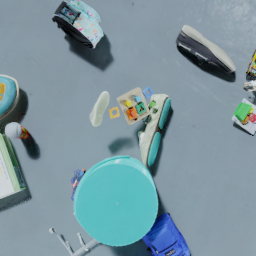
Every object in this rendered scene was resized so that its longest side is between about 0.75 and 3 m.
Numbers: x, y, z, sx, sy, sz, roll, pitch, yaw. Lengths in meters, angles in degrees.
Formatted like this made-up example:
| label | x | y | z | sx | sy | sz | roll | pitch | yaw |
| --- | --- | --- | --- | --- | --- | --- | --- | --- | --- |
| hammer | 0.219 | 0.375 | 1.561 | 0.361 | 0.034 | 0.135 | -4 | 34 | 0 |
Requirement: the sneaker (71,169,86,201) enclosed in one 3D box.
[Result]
| label | x | y | z | sx | sy | sz | roll | pitch | yaw |
| --- | --- | --- | --- | --- | --- | --- | --- | --- | --- |
| sneaker | -1.861 | 2.027 | 10.120 | 0.458 | 0.440 | 1.167 | 11 | 75 | 11 |

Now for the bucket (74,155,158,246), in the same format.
| label | x | y | z | sx | sy | sz | roll | pitch | yaw |
| --- | --- | --- | --- | --- | --- | --- | --- | --- | --- |
| bucket | -0.330 | 2.336 | 9.256 | 2.896 | 1.884 | 2.896 | 0 | 85 | 1 |

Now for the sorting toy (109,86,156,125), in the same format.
| label | x | y | z | sx | sy | sz | roll | pitch | yaw |
| --- | --- | --- | --- | --- | --- | --- | --- | --- | --- |
| sorting toy | 0.220 | -0.729 | 9.363 | 1.800 | 0.245 | 1.014 | -30 | 105 | -20 |

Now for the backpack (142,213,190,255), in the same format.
| label | x | y | z | sx | sy | sz | roll | pitch | yaw |
| --- | --- | --- | --- | --- | --- | --- | --- | --- | --- |
| backpack | 1.269 | 3.943 | 9.422 | 1.282 | 1.324 | 1.577 | -31 | 88 | 4 |

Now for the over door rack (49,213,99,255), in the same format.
| label | x | y | z | sx | sy | sz | roll | pitch | yaw |
| --- | --- | --- | --- | --- | --- | --- | --- | --- | --- |
| over door rack | -1.836 | 3.681 | 9.780 | 1.102 | 0.497 | 1.491 | -35 | 105 | -3 |

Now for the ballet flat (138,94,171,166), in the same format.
| label | x | y | z | sx | sy | sz | roll | pitch | yaw |
| --- | --- | --- | --- | --- | --- | --- | --- | --- | --- |
| ballet flat | 0.835 | 0.042 | 10.205 | 0.851 | 0.920 | 2.729 | 14 | 77 | 25 |

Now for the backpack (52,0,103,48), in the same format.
| label | x | y | z | sx | sy | sz | roll | pitch | yaw |
| --- | --- | --- | --- | --- | --- | --- | --- | --- | --- |
| backpack | -1.676 | -3.759 | 10.227 | 1.675 | 1.487 | 1.261 | 40 | 88 | 4 |

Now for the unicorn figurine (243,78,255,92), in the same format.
| label | x | y | z | sx | sy | sz | roll | pitch | yaw |
| --- | --- | --- | --- | --- | --- | --- | --- | --- | --- |
| unicorn figurine | 4.702 | -1.643 | 10.442 | 0.732 | 0.394 | 1.066 | -9 | 45 | 0 |

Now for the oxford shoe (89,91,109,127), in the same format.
| label | x | y | z | sx | sy | sz | roll | pitch | yaw |
| --- | --- | --- | --- | --- | --- | --- | --- | --- | --- |
| oxford shoe | -0.953 | -0.637 | 9.025 | 0.367 | 0.478 | 1.271 | 45 | 126 | 35 |

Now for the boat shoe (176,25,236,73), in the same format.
| label | x | y | z | sx | sy | sz | roll | pitch | yaw |
| --- | --- | --- | --- | --- | --- | --- | --- | --- | --- |
| boat shoe | 2.919 | -2.832 | 10.626 | 2.529 | 0.919 | 0.793 | 38 | 127 | -1 |

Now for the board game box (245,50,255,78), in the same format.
| label | x | y | z | sx | sy | sz | roll | pitch | yaw |
| --- | --- | --- | --- | --- | --- | --- | --- | --- | --- |
| board game box | 5.055 | -2.356 | 10.569 | 0.895 | 0.307 | 1.083 | 24 | 75 | 4 |

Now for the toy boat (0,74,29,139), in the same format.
| label | x | y | z | sx | sy | sz | roll | pitch | yaw |
| --- | --- | --- | --- | --- | --- | --- | --- | --- | --- |
| toy boat | -4.588 | -0.660 | 9.974 | 2.257 | 1.247 | 2.684 | -42 | 85 | -5 |

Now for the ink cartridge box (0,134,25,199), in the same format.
| label | x | y | z | sx | sy | sz | roll | pitch | yaw |
| --- | --- | --- | --- | --- | --- | --- | --- | --- | --- |
| ink cartridge box | -5.447 | 1.732 | 10.002 | 2.936 | 0.704 | 2.137 | -21 | 84 | -4 |

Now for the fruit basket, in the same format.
| label | x | y | z | sx | sy | sz | roll | pitch | yaw |
| --- | --- | --- | --- | --- | --- | --- | --- | --- | --- |
| fruit basket | 4.468 | -0.431 | 10.414 | 1.042 | 0.488 | 0.965 | 33 | 84 | -12 |
